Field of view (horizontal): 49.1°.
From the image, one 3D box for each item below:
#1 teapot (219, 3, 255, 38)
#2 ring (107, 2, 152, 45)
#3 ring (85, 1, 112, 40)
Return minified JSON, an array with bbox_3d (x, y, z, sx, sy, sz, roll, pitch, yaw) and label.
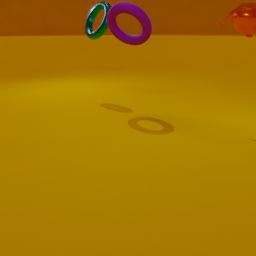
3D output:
[{"bbox_3d":[3.418,-2.997,7.848,1.770,0.867,1.101,26,44,35],"label":"teapot"},{"bbox_3d":[0.035,-3.508,9.545,1.641,1.641,0.328,11,60,26],"label":"ring"},{"bbox_3d":[-1.215,-4.393,11.466,0.322,1.608,1.608,17,4,-43],"label":"ring"}]
